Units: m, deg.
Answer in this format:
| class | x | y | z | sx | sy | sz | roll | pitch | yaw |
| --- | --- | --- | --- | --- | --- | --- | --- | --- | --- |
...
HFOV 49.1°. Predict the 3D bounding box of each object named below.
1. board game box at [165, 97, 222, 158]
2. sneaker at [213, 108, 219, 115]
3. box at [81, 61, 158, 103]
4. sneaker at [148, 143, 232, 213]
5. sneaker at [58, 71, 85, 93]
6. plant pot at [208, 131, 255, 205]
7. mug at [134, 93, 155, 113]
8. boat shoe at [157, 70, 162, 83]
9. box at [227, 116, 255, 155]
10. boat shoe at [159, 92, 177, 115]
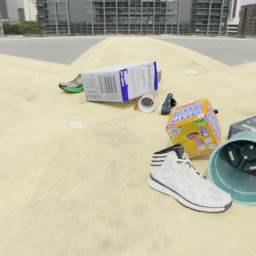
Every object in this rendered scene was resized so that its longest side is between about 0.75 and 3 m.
| class | x | y | z | sx | sy | sz | roll | pitch | yaw |
| --- | --- | --- | --- | --- | --- | --- | --- | --- | --- |
| board game box | 2.025 | 0.017 | 8.509 | 1.219 | 1.218 | 1.218 | -18 | 24 | 29 |
| sneaker | 3.433 | -0.647 | 11.787 | 0.809 | 0.269 | 0.366 | -10 | 22 | 6 |
| box | -0.361 | -2.330 | 13.990 | 2.647 | 1.510 | 2.879 | 7 | 23 | 41 |
| sneaker | 1.439 | 1.128 | 6.753 | 2.202 | 1.267 | 0.831 | 16 | 28 | 33 |
| sneaker | -2.750 | -2.643 | 15.771 | 2.555 | 1.088 | 0.997 | -19 | 30 | -36 |
| plant pot | 3.055 | 0.839 | 7.204 | 1.662 | 1.662 | 1.628 | 11 | 19 | 24 |
| mug | 0.798 | -1.230 | 12.960 | 0.997 | 0.749 | 1.123 | 5 | 21 | 8 |
| boat shoe | 1.268 | -3.062 | 16.942 | 0.840 | 0.994 | 2.789 | 11 | 18 | 21 |
| box | 5.157 | 0.416 | 9.063 | 2.321 | 0.751 | 2.943 | -15 | 28 | -34 |
| boat shoe | 1.901 | -1.107 | 12.719 | 0.605 | 0.681 | 1.823 | 9 | 26 | 19 |
